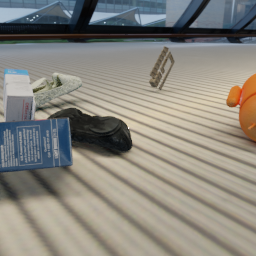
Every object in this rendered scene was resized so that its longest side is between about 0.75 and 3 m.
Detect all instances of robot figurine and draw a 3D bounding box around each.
[{"bbox_3d":[3.259,-0.502,6.430,1.304,1.609,2.237,-34,15,38],"label":"robot figurine"}]

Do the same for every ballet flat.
[{"bbox_3d":[-1.068,0.069,6.437,2.733,0.776,0.908,12,50,42],"label":"ballet flat"},{"bbox_3d":[-2.429,-1.315,8.988,0.831,0.831,2.316,18,41,40],"label":"ballet flat"}]

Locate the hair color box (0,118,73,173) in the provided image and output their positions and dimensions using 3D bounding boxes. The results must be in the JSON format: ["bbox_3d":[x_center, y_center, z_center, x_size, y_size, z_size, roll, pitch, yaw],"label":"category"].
[{"bbox_3d":[-2.249,0.343,4.562,2.601,0.787,1.301,-5,-4,-13],"label":"hair color box"}]

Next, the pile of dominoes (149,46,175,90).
[{"bbox_3d":[1.303,-2.415,11.215,0.255,1.600,1.247,16,-18,32],"label":"pile of dominoes"}]

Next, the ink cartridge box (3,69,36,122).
[{"bbox_3d":[-2.561,-0.583,6.498,0.557,0.967,1.670,1,35,-27],"label":"ink cartridge box"}]
